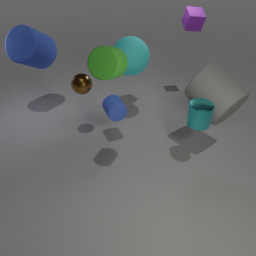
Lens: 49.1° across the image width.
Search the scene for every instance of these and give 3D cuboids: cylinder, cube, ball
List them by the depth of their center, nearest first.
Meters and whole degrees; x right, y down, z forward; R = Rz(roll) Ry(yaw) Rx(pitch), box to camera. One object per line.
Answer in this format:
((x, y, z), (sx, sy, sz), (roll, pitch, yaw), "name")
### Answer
((-0.428, -1.414, 6.097), (0.700, 0.700, 0.700), (9, 16, 14), "cylinder")
((2.074, -0.397, 8.052), (0.700, 0.700, 0.700), (1, 37, -1), "cylinder")
((2.727, -1.043, 8.693), (1.400, 1.400, 1.400), (-25, 67, -35), "cylinder")
((-1.535, -1.462, 9.302), (0.700, 0.700, 0.700), (0, 31, 0), "ball")
((-0.464, -0.697, 9.772), (0.700, 0.700, 0.700), (-12, 43, -20), "cylinder")
((0.083, -2.617, 10.220), (1.400, 1.400, 1.400), (0, 31, 0), "ball")
((-3.719, -3.091, 10.848), (1.400, 1.400, 1.400), (11, 5, 18), "cylinder")
((2.698, -4.474, 11.515), (0.700, 0.700, 0.700), (0, 55, -11), "cube")
